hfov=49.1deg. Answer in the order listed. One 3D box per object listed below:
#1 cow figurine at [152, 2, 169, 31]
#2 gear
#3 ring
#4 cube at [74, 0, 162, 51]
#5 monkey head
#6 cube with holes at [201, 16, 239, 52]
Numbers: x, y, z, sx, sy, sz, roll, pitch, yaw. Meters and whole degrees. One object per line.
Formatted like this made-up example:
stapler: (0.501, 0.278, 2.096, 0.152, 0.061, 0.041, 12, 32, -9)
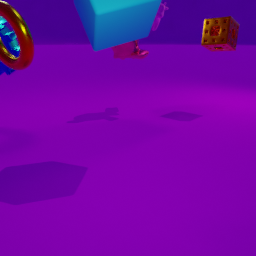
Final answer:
cow figurine: (0.990, -4.086, 10.058, 0.598, 1.072, 1.089, 21, 33, -11)
gear: (-3.710, -2.292, 7.723, 1.739, 1.739, 0.322, 7, 41, 20)
ring: (-1.901, -1.440, 4.446, 1.081, 1.081, 0.216, 13, 37, 34)
cube: (-0.254, -2.348, 5.132, 1.194, 1.194, 1.194, -20, -11, -13)
monkey head: (0.050, -2.880, 9.379, 1.340, 1.122, 1.862, 24, 46, 39)
cube with holes: (3.152, -3.173, 9.557, 0.892, 0.892, 0.892, 10, 5, 39)
